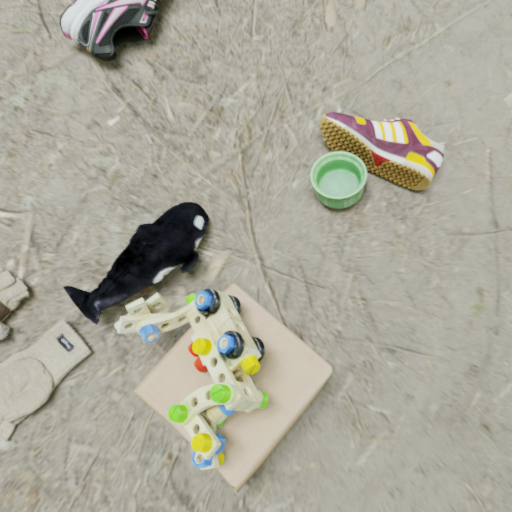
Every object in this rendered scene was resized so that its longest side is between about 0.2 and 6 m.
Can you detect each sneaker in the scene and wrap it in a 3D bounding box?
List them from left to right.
[{"bbox_3d":[-2.568,-5.359,12.053,1.356,1.261,3.140,45,85,-2],"label":"sneaker"},{"bbox_3d":[2.496,-2.321,11.149,2.507,0.939,1.129,30,70,1],"label":"sneaker"}]

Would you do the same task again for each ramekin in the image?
[{"bbox_3d":[1.607,-1.446,10.912,1.074,0.525,1.074,-4,64,8],"label":"ramekin"}]

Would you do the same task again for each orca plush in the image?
[{"bbox_3d":[-2.129,-0.201,10.117,2.985,1.061,1.571,-30,49,-15],"label":"orca plush"}]

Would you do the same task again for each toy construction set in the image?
[{"bbox_3d":[-0.895,1.589,8.545,1.868,1.313,2.849,-47,64,18],"label":"toy construction set"}]

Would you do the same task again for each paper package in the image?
[{"bbox_3d":[-0.351,2.181,9.581,2.382,1.293,2.499,40,78,11],"label":"paper package"}]

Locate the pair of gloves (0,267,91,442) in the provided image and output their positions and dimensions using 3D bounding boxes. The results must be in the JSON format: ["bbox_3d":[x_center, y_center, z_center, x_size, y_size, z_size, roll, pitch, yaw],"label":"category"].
[{"bbox_3d":[-4.709,1.664,10.159,2.736,0.480,2.326,40,73,5],"label":"pair of gloves"}]
